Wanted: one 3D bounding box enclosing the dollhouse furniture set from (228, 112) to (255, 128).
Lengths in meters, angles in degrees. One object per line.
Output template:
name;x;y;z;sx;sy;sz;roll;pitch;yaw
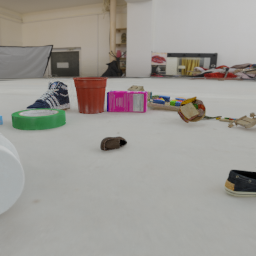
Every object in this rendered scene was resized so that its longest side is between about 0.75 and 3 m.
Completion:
dollhouse furniture set;4.900;-0.030;10.883;1.453;0.710;1.239;-25;15;-2

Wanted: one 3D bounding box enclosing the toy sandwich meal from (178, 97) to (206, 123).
toy sandwich meal;2.708;-0.798;11.809;1.252;1.252;0.429;0;-21;1

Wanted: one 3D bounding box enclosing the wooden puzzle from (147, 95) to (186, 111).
wooden puzzle;2.405;-1.477;16.009;2.114;0.528;2.282;10;15;21

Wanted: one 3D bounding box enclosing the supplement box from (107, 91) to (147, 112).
supplement box;-0.024;-1.428;14.969;2.085;1.078;1.055;3;12;6

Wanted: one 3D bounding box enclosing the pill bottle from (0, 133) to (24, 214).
pill bottle;-2.940;0.644;5.359;1.435;1.435;2.537;-9;16;-33

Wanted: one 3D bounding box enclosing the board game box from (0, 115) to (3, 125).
board game box;-6.429;-0.350;11.871;1.876;0.378;1.436;11;17;39

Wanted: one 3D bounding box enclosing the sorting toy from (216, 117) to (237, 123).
sorting toy;4.412;-0.407;12.661;0.946;0.127;0.705;10;17;37

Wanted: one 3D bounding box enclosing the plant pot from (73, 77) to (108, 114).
plant pot;-1.924;-1.709;14.602;1.820;1.770;1.820;-1;13;0

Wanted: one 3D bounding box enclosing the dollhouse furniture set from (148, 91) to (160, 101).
dollhouse furniture set;1.314;-2.155;17.939;2.046;0.790;1.023;-3;-2;24

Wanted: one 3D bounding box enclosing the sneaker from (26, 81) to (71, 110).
sneaker;-4.194;-1.635;14.695;1.015;1.571;2.895;8;15;30

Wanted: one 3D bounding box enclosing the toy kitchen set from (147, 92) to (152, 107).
toy kitchen set;1.489;-1.750;16.661;0.659;0.896;1.119;6;15;19

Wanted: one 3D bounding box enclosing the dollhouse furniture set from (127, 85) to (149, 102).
dollhouse furniture set;0.283;-1.762;17.153;1.504;1.060;1.054;-41;31;-23

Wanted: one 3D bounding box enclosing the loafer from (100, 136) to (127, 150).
loafer;-0.409;0.450;8.480;0.369;0.380;1.040;10;17;39

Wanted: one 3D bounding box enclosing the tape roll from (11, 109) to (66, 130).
tape roll;-3.723;-0.401;11.787;2.173;0.522;2.173;0;13;0

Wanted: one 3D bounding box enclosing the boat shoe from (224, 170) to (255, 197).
boat shoe;2.768;1.064;5.643;1.632;0.508;0.609;1;11;-3

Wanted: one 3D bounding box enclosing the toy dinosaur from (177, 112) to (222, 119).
toy dinosaur;3.238;-0.634;12.968;1.973;0.468;0.870;1;28;2
